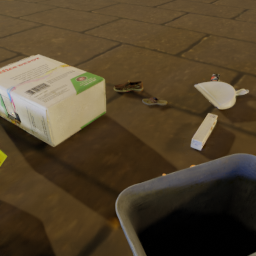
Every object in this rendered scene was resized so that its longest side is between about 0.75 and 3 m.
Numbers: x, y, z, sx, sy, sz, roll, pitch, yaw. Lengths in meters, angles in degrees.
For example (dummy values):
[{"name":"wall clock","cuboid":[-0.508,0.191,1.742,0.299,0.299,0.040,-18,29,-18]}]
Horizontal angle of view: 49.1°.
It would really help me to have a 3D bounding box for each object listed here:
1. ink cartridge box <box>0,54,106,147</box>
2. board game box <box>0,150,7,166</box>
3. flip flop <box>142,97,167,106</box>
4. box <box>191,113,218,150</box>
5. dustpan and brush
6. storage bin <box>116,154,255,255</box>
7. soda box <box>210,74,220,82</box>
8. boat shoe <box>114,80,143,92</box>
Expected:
[{"name":"ink cartridge box","cuboid":[-2.326,-0.925,7.837,2.810,1.180,2.035,24,43,29]},{"name":"board game box","cuboid":[-4.039,0.614,5.800,2.690,0.640,1.366,17,64,21]},{"name":"flip flop","cuboid":[0.819,-0.834,8.539,0.766,0.221,0.311,6,37,8]},{"name":"box","cuboid":[1.997,0.066,7.272,0.281,0.262,1.356,18,40,23]},{"name":"dustpan and brush","cuboid":[3.097,-1.079,8.761,1.770,0.506,1.235,-19,47,-14]},{"name":"storage bin","cuboid":[1.081,1.580,4.051,2.417,1.624,1.759,-13,38,-19]},{"name":"soda box","cuboid":[2.937,-1.567,9.491,0.247,0.276,0.779,11,37,19]},{"name":"boat shoe","cuboid":[0.015,-1.412,9.210,0.974,0.360,0.360,-3,36,-4]}]
